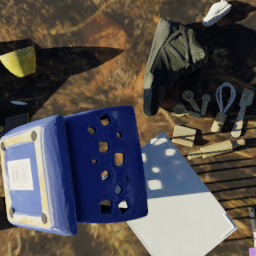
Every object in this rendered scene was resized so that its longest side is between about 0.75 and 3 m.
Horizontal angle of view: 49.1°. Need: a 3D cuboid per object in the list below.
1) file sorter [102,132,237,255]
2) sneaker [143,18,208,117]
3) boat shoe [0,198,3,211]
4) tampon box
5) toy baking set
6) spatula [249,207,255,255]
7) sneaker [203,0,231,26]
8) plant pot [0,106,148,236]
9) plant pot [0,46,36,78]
[{"bbox_3d":[0.924,1.894,7.474,2.004,1.798,2.888,-37,86,-3],"label":"file sorter"},{"bbox_3d":[1.377,-1.658,8.143,1.696,1.132,2.961,15,79,8],"label":"sneaker"},{"bbox_3d":[-4.071,2.567,8.117,0.409,0.408,1.161,27,84,4],"label":"boat shoe"},{"bbox_3d":[-2.975,-0.039,5.759,1.195,1.594,1.006,12,105,15],"label":"tampon box"},{"bbox_3d":[2.621,-0.251,8.417,2.767,0.322,2.123,-11,85,-1],"label":"toy baking set"},{"bbox_3d":[3.728,3.161,8.161,0.476,0.173,1.684,-6,83,8],"label":"spatula"},{"bbox_3d":[2.702,-3.589,8.747,1.054,0.403,0.424,-37,75,-8],"label":"sneaker"},{"bbox_3d":[-1.081,0.758,5.141,2.106,1.893,2.106,-11,85,43],"label":"plant pot"},{"bbox_3d":[-3.169,-1.928,8.339,1.018,1.018,0.723,-19,109,-2],"label":"plant pot"}]
